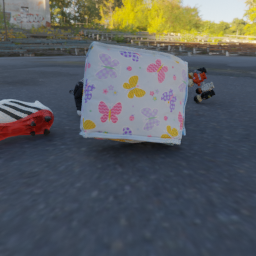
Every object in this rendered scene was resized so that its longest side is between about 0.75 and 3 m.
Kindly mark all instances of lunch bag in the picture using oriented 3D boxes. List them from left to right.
[{"bbox_3d":[0.176,-0.664,6.478,2.414,2.047,1.534,4,0,-12],"label":"lunch bag"}]

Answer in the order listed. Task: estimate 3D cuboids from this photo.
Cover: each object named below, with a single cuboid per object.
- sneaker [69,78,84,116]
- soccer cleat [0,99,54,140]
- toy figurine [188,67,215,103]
[{"bbox_3d":[-1.043,-1.189,9.080,1.935,1.101,0.730,-22,13,23],"label":"sneaker"},{"bbox_3d":[-3.235,-0.214,6.954,2.775,0.952,1.182,-10,40,-37],"label":"soccer cleat"},{"bbox_3d":[2.907,-1.742,11.343,0.847,1.217,1.198,-25,23,26],"label":"toy figurine"}]
